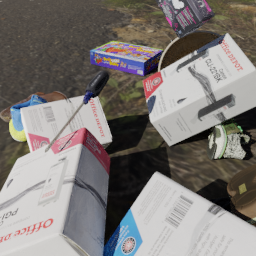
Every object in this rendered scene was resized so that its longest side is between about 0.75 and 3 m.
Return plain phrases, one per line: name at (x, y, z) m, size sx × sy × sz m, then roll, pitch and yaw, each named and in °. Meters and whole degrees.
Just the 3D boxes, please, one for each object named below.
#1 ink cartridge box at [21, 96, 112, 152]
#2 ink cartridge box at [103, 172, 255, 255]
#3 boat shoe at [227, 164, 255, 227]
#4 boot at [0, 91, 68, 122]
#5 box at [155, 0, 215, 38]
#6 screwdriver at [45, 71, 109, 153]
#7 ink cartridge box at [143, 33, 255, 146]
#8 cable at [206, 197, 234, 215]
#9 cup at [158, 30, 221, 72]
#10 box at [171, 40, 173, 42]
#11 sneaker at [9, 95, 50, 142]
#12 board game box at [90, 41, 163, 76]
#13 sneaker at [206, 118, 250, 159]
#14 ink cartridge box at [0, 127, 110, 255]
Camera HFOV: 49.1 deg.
ink cartridge box at (-1.551, 0.052, 7.090) m, size 1.918 × 0.809 × 1.388 m, roll -15°, pitch 75°, yaw -22°
ink cartridge box at (0.944, 1.920, 4.153) m, size 2.184 × 0.938 × 1.599 m, roll 27°, pitch 71°, yaw 33°
boat shoe at (2.439, 1.395, 5.220) m, size 0.949 × 0.893 × 2.492 m, roll 54°, pitch 26°, yaw 7°
boot at (-2.993, -0.627, 8.908) m, size 1.620 × 0.558 × 1.739 m, roll 4°, pitch 28°, yaw 31°
box at (1.393, -3.059, 6.938) m, size 0.859 × 1.300 × 0.746 m, roll -35°, pitch 5°, yaw -39°
screwdriver at (-0.932, -0.360, 5.550) m, size 0.334 × 0.320 × 2.295 m, roll 29°, pitch 55°, yaw -6°
ink cartridge box at (1.945, -1.050, 7.640) m, size 2.765 × 1.158 × 1.995 m, roll -27°, pitch 39°, yaw 18°
cable at (1.982, 1.864, 5.284) m, size 1.791 × 0.455 × 1.461 m, roll 0°, pitch 23°, yaw -16°
cup at (2.413, -1.832, 9.474) m, size 2.483 × 2.483 × 1.776 m, roll 11°, pitch 9°, yaw 17°
box at (3.162, -2.918, 11.896) m, size 2.589 × 1.115 × 2.121 m, roll 0°, pitch 33°, yaw 0°
sneaker at (-2.112, -0.266, 7.733) m, size 2.379 × 1.250 × 0.901 m, roll -5°, pitch 33°, yaw -7°
board game box at (-0.050, -3.274, 12.896) m, size 2.805 × 0.628 × 1.886 m, roll 18°, pitch 37°, yaw 25°
sneaker at (2.775, 0.148, 7.682) m, size 1.003 × 0.870 × 2.263 m, roll 19°, pitch 42°, yaw 7°
ink cartridge box at (-1.346, 1.332, 4.897) m, size 1.810 × 1.023 × 2.470 m, roll -24°, pitch 30°, yaw 15°
